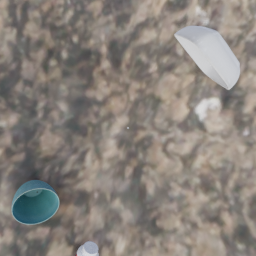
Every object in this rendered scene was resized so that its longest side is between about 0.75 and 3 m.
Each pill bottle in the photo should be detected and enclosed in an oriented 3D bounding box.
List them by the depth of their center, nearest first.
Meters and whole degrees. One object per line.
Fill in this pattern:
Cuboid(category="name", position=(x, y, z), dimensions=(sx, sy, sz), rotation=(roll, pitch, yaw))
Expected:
Cuboid(category="pill bottle", position=(-1.138, 3.511, 7.404), dimensions=(0.580, 0.580, 1.032), rotation=(24, 114, 4))

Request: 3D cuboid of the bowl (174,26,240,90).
Cuboid(category="bowl", position=(2.234, -2.050, 7.672), dimensions=(0.692, 1.855, 1.852), rotation=(-43, 115, 10))

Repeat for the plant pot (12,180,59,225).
Cuboid(category="plant pot", position=(-2.564, 1.899, 7.665), dimensions=(1.200, 0.808, 1.200), rotation=(-12, 121, -20))
